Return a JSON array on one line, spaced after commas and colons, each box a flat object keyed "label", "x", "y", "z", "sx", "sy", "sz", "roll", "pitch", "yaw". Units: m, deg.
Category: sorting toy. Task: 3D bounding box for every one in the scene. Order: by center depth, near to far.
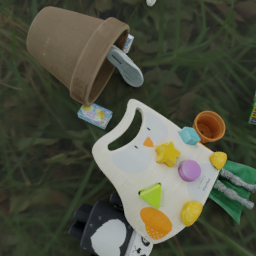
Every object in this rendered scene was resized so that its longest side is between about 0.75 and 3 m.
[{"label": "sorting toy", "x": 0.626, "y": 0.703, "z": 6.589, "sx": 2.641, "sy": 1.568, "sz": 2.934, "roll": 40, "pitch": 62, "yaw": -8}]

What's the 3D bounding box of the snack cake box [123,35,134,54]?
[{"label": "snack cake box", "x": -0.374, "y": -2.961, "z": 9.272, "sx": 0.999, "sy": 0.575, "sz": 0.336, "roll": 32, "pitch": 35, "yaw": 8}]

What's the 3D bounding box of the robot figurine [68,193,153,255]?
[{"label": "robot figurine", "x": -0.402, "y": 2.718, "z": 7.322, "sx": 2.177, "sy": 1.636, "sz": 1.359, "roll": 19, "pitch": 43, "yaw": 5}]

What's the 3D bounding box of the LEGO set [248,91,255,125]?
[{"label": "LEGO set", "x": 4.230, "y": -0.855, "z": 8.044, "sx": 1.076, "sy": 1.428, "sz": 1.857, "roll": 14, "pitch": 54, "yaw": 20}]

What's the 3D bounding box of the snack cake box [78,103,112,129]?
[{"label": "snack cake box", "x": -1.023, "y": -0.417, "z": 8.703, "sx": 0.930, "sy": 0.312, "sz": 0.535, "roll": 25, "pitch": 64, "yaw": 6}]

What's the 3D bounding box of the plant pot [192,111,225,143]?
[{"label": "plant pot", "x": 2.264, "y": 0.036, "z": 8.150, "sx": 0.902, "sy": 0.631, "sz": 0.902, "roll": 4, "pitch": 67, "yaw": -10}]

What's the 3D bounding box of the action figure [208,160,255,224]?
[{"label": "action figure", "x": 2.289, "y": 1.272, "z": 8.055, "sx": 2.856, "sy": 0.781, "sz": 1.687, "roll": 28, "pitch": 69, "yaw": 6}]

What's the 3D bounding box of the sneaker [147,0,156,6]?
[{"label": "sneaker", "x": 0.762, "y": -4.923, "z": 9.767, "sx": 0.603, "sy": 0.513, "sz": 1.363, "roll": 13, "pitch": 87, "yaw": 14}]

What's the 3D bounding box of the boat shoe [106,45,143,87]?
[{"label": "boat shoe", "x": -0.047, "y": -1.974, "z": 8.717, "sx": 0.593, "sy": 1.613, "sz": 0.539, "roll": -25, "pitch": 42, "yaw": 23}]

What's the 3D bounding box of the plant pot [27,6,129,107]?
[{"label": "plant pot", "x": -1.520, "y": -2.209, "z": 7.941, "sx": 2.247, "sy": 2.577, "sz": 2.577, "roll": 27, "pitch": 76, "yaw": 0}]
